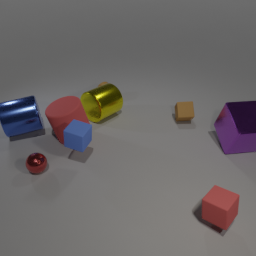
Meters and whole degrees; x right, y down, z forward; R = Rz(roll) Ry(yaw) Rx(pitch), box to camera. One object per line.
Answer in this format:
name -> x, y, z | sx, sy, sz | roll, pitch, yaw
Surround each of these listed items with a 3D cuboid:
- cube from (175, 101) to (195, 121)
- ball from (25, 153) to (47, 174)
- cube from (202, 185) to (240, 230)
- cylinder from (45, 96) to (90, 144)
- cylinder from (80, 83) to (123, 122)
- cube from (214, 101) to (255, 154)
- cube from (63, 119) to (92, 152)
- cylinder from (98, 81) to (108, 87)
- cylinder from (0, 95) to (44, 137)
cube -> 2.457, -0.720, 12.237 | 0.700, 0.700, 0.700 | -3, -12, 0
ball -> -3.067, 1.174, 9.391 | 0.700, 0.700, 0.700 | 0, 31, 0
cube -> 2.412, 2.061, 7.322 | 0.700, 0.700, 0.700 | 19, 38, 40
cylinder -> -2.289, -0.297, 10.866 | 1.400, 1.400, 1.400 | -11, 37, 8
cylinder -> -1.176, -1.141, 12.538 | 1.400, 1.400, 1.400 | 24, 38, 34
cube -> 4.206, -0.020, 10.255 | 1.400, 1.400, 1.400 | -4, 56, -8
cube -> -1.656, 0.255, 9.302 | 0.700, 0.700, 0.700 | 17, 39, 12
cylinder -> -1.118, -1.885, 14.262 | 0.700, 0.700, 0.700 | -21, 60, -31
cylinder -> -4.237, -0.468, 11.130 | 1.400, 1.400, 1.400 | -15, 34, -13
